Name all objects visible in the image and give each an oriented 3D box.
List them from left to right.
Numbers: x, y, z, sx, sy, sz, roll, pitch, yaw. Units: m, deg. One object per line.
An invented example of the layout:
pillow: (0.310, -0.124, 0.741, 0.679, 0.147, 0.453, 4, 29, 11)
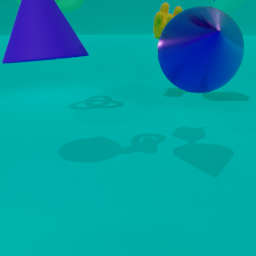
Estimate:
cone: (-1.410, -1.814, 4.497, 1.396, 1.402, 1.396, -5, 14, 1)
knot shape: (-1.824, -3.652, 7.243, 1.759, 0.869, 1.880, 14, 56, 19)
cow figurine: (1.325, -3.419, 9.772, 0.928, 1.664, 1.691, 20, 48, 10)
cone: (1.072, -1.145, 3.761, 1.336, 1.336, 1.341, 2, 7, 5)
cylinder: (2.961, -4.145, 8.095, 1.324, 1.324, 1.324, -34, 5, 27)
